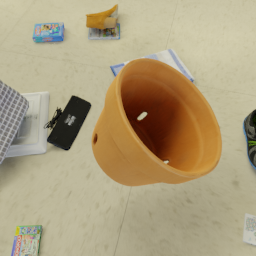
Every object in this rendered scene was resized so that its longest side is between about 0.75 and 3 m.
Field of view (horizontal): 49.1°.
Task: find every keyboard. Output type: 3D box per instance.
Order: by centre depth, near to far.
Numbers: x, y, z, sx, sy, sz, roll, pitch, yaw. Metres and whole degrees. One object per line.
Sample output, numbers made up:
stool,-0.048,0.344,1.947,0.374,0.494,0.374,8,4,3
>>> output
keyboard,-2.211,-0.252,10.079,1.123,0.427,2.157,28,57,-9

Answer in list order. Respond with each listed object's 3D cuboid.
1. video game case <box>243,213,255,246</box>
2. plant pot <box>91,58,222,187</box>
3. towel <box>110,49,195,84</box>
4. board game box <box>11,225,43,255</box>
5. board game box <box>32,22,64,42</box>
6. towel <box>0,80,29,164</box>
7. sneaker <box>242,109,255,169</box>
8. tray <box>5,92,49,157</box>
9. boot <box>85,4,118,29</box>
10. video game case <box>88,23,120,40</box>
video game case,3.710,2.948,8.015,0.756,0.098,0.831,14,58,9
plant pot,0.445,0.135,6.517,2.843,1.990,2.843,21,50,-27
towel,0.956,-2.207,11.295,2.908,0.346,2.135,-18,57,-11
board game box,-2.819,3.269,7.770,0.721,0.156,1.071,-1,57,-2
board game box,-3.606,-4.365,12.746,1.328,0.299,1.010,-3,56,-2
towel,-4.475,-0.325,8.623,1.139,2.204,2.662,-4,59,34
sneaker,4.381,0.423,9.135,0.873,1.020,2.462,-2,56,1
tray,-3.633,-0.284,10.044,1.477,0.305,2.750,-5,57,-5
boot,-1.201,-5.212,12.962,1.442,0.709,2.014,4,45,3
video game case,-1.085,-4.460,12.918,1.433,0.128,1.026,-1,56,0
